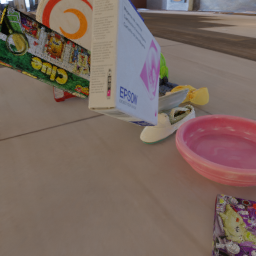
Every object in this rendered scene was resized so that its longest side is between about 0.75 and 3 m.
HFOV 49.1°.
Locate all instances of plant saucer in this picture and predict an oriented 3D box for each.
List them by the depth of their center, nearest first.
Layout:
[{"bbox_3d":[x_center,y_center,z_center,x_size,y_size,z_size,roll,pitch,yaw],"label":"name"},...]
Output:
[{"bbox_3d":[2.734,0.575,7.449,2.935,0.744,2.935,-1,29,0],"label":"plant saucer"},{"bbox_3d":[1.065,-0.728,9.524,2.224,0.558,2.224,-19,2,1],"label":"plant saucer"}]

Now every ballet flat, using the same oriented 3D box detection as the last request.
[{"bbox_3d":[1.290,-0.226,8.936,2.313,0.803,0.803,-21,35,-33],"label":"ballet flat"}]

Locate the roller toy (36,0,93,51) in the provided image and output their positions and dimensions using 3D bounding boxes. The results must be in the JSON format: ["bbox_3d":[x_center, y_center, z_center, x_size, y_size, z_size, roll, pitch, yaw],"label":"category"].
[{"bbox_3d":[-1.830,-3.799,10.125,2.700,2.463,1.887,22,20,-7],"label":"roller toy"}]

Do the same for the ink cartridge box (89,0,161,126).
[{"bbox_3d":[0.107,-1.594,6.000,0.626,2.892,2.839,2,-4,21],"label":"ink cartridge box"}]

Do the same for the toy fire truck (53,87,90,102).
[{"bbox_3d":[-2.400,-1.981,11.532,1.496,0.999,1.781,-13,63,-2],"label":"toy fire truck"}]

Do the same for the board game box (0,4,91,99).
[{"bbox_3d":[-1.410,-1.282,5.044,0.217,0.970,1.852,-1,-15,45],"label":"board game box"}]

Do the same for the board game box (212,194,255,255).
[{"bbox_3d":[2.179,1.984,5.371,1.030,0.277,1.716,12,30,13],"label":"board game box"}]

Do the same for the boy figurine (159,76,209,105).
[{"bbox_3d":[2.151,-1.474,11.298,1.453,0.753,2.337,-20,31,-37],"label":"boy figurine"}]

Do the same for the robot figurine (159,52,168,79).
[{"bbox_3d":[0.703,-2.714,12.689,2.371,1.563,2.702,31,38,18],"label":"robot figurine"}]
